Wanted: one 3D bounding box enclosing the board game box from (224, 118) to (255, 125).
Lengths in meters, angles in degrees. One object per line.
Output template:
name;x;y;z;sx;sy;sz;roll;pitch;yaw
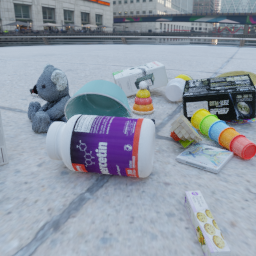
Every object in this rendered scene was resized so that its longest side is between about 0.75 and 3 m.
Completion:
board game box;4.977;-0.650;12.493;1.939;0.378;1.532;-10;23;-23

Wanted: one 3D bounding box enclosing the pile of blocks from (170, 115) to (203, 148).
pile of blocks;1.939;0.222;9.869;1.081;0.818;2.632;49;13;3

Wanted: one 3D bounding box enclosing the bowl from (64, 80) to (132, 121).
bowl;-0.927;-0.774;9.756;2.321;2.321;1.214;3;51;7

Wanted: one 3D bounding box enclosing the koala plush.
koala plush;-2.971;-1.346;11.425;2.239;2.437;2.161;-9;22;-24

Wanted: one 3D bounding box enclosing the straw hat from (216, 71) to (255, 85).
straw hat;5.693;-2.030;15.052;2.561;1.084;2.561;-12;32;8

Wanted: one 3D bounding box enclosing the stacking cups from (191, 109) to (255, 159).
stacking cups;3.353;0.156;9.812;0.868;0.868;2.868;-8;24;-19

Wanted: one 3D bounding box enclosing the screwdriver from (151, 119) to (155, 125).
screwdriver;0.936;0.006;11.099;0.239;0.249;1.715;2;25;8

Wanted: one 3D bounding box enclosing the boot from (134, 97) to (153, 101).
boot;0.825;-1.475;14.719;0.886;0.321;0.639;16;25;17

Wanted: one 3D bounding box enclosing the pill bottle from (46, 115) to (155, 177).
pill bottle;-0.723;0.471;7.913;2.896;1.628;1.628;3;22;10

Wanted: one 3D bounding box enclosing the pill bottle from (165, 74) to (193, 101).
pill bottle;2.781;-2.157;15.159;1.236;1.236;2.207;10;23;23

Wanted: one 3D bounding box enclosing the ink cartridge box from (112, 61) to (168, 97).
ink cartridge box;0.668;-2.852;16.174;2.846;1.196;2.077;-16;22;-2

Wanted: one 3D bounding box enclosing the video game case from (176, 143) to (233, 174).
video game case;2.429;0.894;8.814;1.329;0.160;1.458;15;25;34

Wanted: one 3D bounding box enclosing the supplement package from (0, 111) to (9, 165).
supplement package;-4.389;0.063;8.360;1.045;1.884;1.467;-14;33;-32

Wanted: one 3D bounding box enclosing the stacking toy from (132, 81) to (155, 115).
stacking toy;0.726;-1.443;13.016;1.076;1.473;1.076;1;21;0

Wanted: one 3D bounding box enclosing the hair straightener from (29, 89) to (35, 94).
hair straightener;-4.509;-1.972;15.858;2.807;0.574;1.080;10;22;35

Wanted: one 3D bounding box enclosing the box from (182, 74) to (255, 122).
box;3.918;-1.330;12.260;2.874;1.238;2.354;-4;25;16

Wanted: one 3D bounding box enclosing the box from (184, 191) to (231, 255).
box;1.565;1.977;5.782;0.391;0.365;1.886;-1;21;-2
